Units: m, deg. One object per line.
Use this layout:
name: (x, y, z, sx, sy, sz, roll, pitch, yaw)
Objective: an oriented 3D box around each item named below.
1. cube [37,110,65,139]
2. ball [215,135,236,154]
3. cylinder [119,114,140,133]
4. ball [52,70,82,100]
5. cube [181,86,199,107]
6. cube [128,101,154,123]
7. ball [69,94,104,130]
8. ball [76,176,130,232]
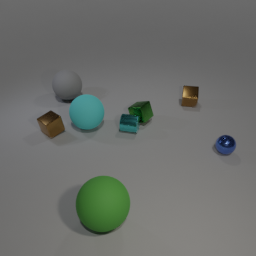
cube: (-3.031, -0.147, 11.040, 0.700, 0.700, 0.700, 27, 52, 36)
ball: (3.481, 0.591, 9.967, 0.700, 0.700, 0.700, 0, 33, 0)
cylinder: (0.079, -0.193, 11.201, 0.700, 0.700, 0.700, 8, 34, 12)
ball: (-2.884, -2.050, 13.300, 1.400, 1.400, 1.400, 0, 33, 0)
cube: (2.871, -1.463, 12.974, 0.700, 0.700, 0.700, 6, 59, 9)
cube: (0.540, -0.675, 11.771, 0.700, 0.700, 0.700, 1, 27, 41)
ball: (-1.646, -0.639, 11.211, 1.400, 1.400, 1.400, 0, 33, 0)
ball: (-0.640, 1.938, 7.227, 1.400, 1.400, 1.400, 0, 33, 0)
